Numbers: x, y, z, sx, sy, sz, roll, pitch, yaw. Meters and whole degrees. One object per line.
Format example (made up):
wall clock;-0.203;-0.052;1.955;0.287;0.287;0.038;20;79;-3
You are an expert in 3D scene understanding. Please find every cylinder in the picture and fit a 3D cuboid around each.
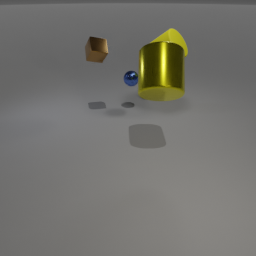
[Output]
cylinder;1.010;-1.666;8.498;1.400;1.400;1.400;2;-11;0
cylinder;1.756;-3.537;12.761;1.400;1.400;1.400;-26;9;39

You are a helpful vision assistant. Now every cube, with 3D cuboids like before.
cube;-1.268;-3.112;11.185;0.700;0.700;0.700;2;68;-26

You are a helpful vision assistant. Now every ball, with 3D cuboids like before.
ball;0.146;-2.211;12.531;0.700;0.700;0.700;0;27;0
